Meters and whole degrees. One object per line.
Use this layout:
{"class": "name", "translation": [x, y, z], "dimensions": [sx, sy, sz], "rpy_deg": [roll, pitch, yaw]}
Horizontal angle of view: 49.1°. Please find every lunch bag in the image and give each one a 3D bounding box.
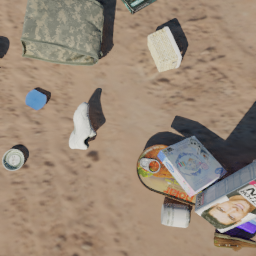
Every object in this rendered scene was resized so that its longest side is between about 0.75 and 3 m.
{"class": "lunch bag", "translation": [-2.205, -3.494, 9.946], "dimensions": [2.722, 1.600, 2.232], "rpy_deg": [8, 76, -16]}

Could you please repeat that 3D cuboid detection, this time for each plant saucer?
{"class": "plant saucer", "translation": [-3.936, 1.107, 9.683], "dimensions": [0.758, 0.190, 0.758], "rpy_deg": [0, 78, 0]}

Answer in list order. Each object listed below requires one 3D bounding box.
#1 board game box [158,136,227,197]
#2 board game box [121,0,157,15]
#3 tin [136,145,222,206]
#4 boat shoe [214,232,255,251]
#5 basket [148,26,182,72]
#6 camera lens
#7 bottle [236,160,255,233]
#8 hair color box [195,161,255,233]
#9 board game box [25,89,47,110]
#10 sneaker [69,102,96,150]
{"class": "board game box", "translation": [1.999, 1.121, 8.723], "dimensions": [1.602, 0.348, 1.595], "rpy_deg": [-19, 58, -34]}
{"class": "board game box", "translation": [0.678, -5.641, 11.146], "dimensions": [2.204, 0.310, 1.491], "rpy_deg": [-33, 79, -7]}
{"class": "tin", "translation": [1.665, 1.600, 9.396], "dimensions": [2.878, 0.603, 1.612], "rpy_deg": [19, 74, 3]}
{"class": "boat shoe", "translation": [3.433, 3.700, 8.988], "dimensions": [1.347, 0.485, 0.458], "rpy_deg": [8, 81, 12]}
{"class": "basket", "translation": [1.300, -2.825, 10.225], "dimensions": [0.827, 0.908, 1.340], "rpy_deg": [-20, 78, 0]}
{"class": "camera lens", "translation": [1.539, 2.811, 9.033], "dimensions": [0.880, 0.704, 0.704], "rpy_deg": [6, 77, 2]}
{"class": "bottle", "translation": [4.016, 2.179, 9.144], "dimensions": [0.954, 0.746, 2.285], "rpy_deg": [26, 78, -2]}
{"class": "hair color box", "translation": [3.204, 1.989, 7.995], "dimensions": [1.188, 2.399, 0.727], "rpy_deg": [39, 37, -10]}
{"class": "board game box", "translation": [-3.328, -1.000, 10.187], "dimensions": [0.803, 0.156, 0.634], "rpy_deg": [27, 83, 12]}
{"class": "sneaker", "translation": [-1.437, -0.042, 9.584], "dimensions": [0.829, 0.650, 1.667], "rpy_deg": [11, 95, 14]}
